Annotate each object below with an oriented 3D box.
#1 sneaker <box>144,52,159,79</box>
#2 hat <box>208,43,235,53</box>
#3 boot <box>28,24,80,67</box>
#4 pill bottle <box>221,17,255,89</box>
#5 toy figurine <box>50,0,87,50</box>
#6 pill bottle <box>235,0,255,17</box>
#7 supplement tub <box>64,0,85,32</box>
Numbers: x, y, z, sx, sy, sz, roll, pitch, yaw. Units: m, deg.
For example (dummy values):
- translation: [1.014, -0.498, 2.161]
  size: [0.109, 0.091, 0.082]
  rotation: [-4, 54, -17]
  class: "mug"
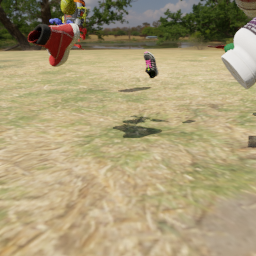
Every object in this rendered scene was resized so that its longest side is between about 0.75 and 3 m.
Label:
- translation: [0.597, -1.667, 7.556]
  size: [0.287, 0.777, 0.340]
  rotation: [0, 40, 34]
  class: "sneaker"
- translation: [2.877, -2.397, 8.073]
  size: [0.673, 0.765, 0.634]
  rotation: [43, 11, -15]
  class: "hat"
- translation: [-1.794, -1.817, 6.238]
  size: [1.011, 0.507, 1.401]
  rotation: [-15, -13, -36]
  class: "boot"
- translation: [1.720, -1.020, 3.108]
  size: [1.274, 0.716, 0.716]
  rotation: [-38, 13, 15]
  class: "pill bottle"
- translation: [-1.589, -2.349, 6.876]
  size: [0.782, 1.483, 0.888]
  rotation: [37, 61, 6]
  class: "toy figurine"
- translation: [3.115, -3.568, 6.871]
  size: [1.068, 1.068, 1.891]
  rotation: [12, -3, 31]
  class: "pill bottle"
- translation: [-2.162, -4.753, 11.382]
  size: [0.797, 1.489, 0.797]
  rotation: [6, 6, -1]
  class: "supplement tub"
